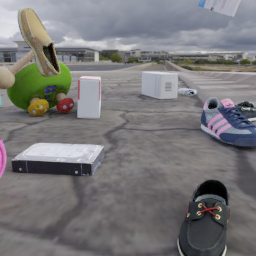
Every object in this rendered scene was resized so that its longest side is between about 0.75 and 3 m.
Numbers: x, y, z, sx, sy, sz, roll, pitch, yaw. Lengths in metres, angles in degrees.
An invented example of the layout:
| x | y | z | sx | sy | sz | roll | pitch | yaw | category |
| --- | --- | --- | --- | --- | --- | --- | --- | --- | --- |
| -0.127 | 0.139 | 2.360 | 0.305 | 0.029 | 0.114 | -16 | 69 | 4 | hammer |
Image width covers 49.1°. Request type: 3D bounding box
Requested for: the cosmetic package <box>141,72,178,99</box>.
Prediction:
| x | y | z | sx | sy | sz | roll | pitch | yaw | category |
| --- | --- | --- | --- | --- | --- | --- | --- | --- | --- |
| 1.496 | -2.149 | 13.835 | 0.952 | 1.208 | 2.245 | -5 | 16 | -18 | cosmetic package |

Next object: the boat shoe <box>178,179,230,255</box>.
| x | y | z | sx | sy | sz | roll | pitch | yaw | category |
| --- | --- | --- | --- | --- | --- | --- | --- | --- | --- |
| 0.808 | 0.928 | 2.918 | 0.465 | 0.398 | 1.271 | 6 | 16 | 22 | boat shoe |

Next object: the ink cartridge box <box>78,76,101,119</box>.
| x | y | z | sx | sy | sz | roll | pitch | yaw | category |
| --- | --- | --- | --- | --- | --- | --- | --- | --- | --- |
| -1.257 | -1.069 | 9.297 | 0.702 | 1.222 | 1.684 | 1 | 13 | -6 | ink cartridge box |

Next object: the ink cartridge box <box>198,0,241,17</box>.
| x | y | z | sx | sy | sz | roll | pitch | yaw | category |
| --- | --- | --- | --- | --- | --- | --- | --- | --- | --- |
| 2.256 | -3.039 | 6.556 | 0.391 | 0.668 | 1.152 | -2 | 34 | -31 | ink cartridge box |

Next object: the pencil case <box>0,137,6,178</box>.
| x | y | z | sx | sy | sz | roll | pitch | yaw | category |
| --- | --- | --- | --- | --- | --- | --- | --- | --- | --- |
| -3.159 | 0.333 | 3.894 | 2.707 | 1.229 | 1.268 | 3 | 41 | 22 | pencil case |

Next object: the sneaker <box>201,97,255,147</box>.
| x | y | z | sx | sy | sz | roll | pitch | yaw | category |
| --- | --- | --- | --- | --- | --- | --- | --- | --- | --- |
| 2.319 | -0.184 | 6.381 | 0.761 | 0.890 | 2.170 | -4 | 14 | -17 | sneaker |

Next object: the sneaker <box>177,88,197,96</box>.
| x | y | z | sx | sy | sz | roll | pitch | yaw | category |
| --- | --- | --- | --- | --- | --- | --- | --- | --- | --- |
| 3.011 | -1.844 | 14.295 | 1.004 | 0.377 | 0.577 | 8 | 12 | 15 | sneaker |

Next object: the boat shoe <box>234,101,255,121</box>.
| x | y | z | sx | sy | sz | roll | pitch | yaw | category |
| --- | --- | --- | --- | --- | --- | --- | --- | --- | --- |
| 3.556 | -0.522 | 8.429 | 0.728 | 0.581 | 1.924 | 10 | 17 | 35 | boat shoe |

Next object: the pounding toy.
| x | y | z | sx | sy | sz | roll | pitch | yaw | category |
| --- | --- | --- | --- | --- | --- | --- | --- | --- | --- |
| -2.724 | -1.129 | 9.050 | 2.212 | 1.330 | 2.866 | -32 | -21 | -6 | pounding toy |

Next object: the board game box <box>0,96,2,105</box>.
| x | y | z | sx | sy | sz | roll | pitch | yaw | category |
| --- | --- | --- | --- | --- | --- | --- | --- | --- | --- |
| -6.239 | -1.070 | 10.985 | 1.428 | 0.444 | 1.891 | 11 | 18 | 39 | board game box |

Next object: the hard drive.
| x | y | z | sx | sy | sz | roll | pitch | yaw | category |
| --- | --- | --- | --- | --- | --- | --- | --- | --- | --- |
| -1.159 | 0.515 | 4.883 | 1.358 | 0.257 | 0.948 | 3 | 14 | 7 | hard drive |

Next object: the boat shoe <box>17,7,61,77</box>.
| x | y | z | sx | sy | sz | roll | pitch | yaw | category |
| --- | --- | --- | --- | --- | --- | --- | --- | --- | --- |
| -1.928 | -1.957 | 6.396 | 0.608 | 1.598 | 0.572 | 6 | 38 | 39 | boat shoe |
